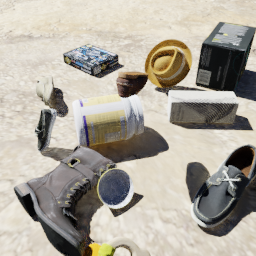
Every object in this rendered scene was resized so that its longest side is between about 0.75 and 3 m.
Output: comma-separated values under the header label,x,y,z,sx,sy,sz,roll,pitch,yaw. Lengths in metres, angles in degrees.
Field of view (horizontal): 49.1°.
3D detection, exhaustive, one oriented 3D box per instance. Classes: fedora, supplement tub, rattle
label,x,y,z,sx,sy,sz,roll,pitch,yaw
fedora,1.515,-2.624,11.177,2.053,2.053,0.837,18,9,20
supplement tub,-0.649,-0.288,9.021,2.081,1.513,1.513,-9,40,-11
rattle,-0.041,2.944,6.070,1.583,1.131,1.031,11,50,-28

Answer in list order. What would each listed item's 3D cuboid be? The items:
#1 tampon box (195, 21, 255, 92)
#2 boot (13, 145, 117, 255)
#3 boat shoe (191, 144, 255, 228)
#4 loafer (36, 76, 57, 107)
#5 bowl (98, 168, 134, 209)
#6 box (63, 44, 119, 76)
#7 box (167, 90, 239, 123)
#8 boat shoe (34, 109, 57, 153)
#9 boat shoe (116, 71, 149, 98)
label,x,y,z,sx,sy,sz,roll,pitch,yaw
tampon box,4.240,-3.113,12.109,1.689,2.005,2.675,19,43,22
boot,-1.258,1.557,7.168,2.504,0.996,2.876,-31,47,-33
boat shoe,2.588,1.422,7.387,1.017,0.957,2.831,31,50,31
loafer,-3.252,-1.406,11.052,0.718,0.796,2.102,-10,31,-10
bowl,-0.398,1.590,7.391,1.022,1.022,0.480,-26,2,-28
box,-1.815,-3.378,13.638,2.187,0.503,1.738,29,47,31
box,2.630,-0.759,10.066,2.344,0.963,0.801,0,39,2
boat shoe,-2.628,0.083,8.579,0.475,1.492,0.528,2,25,-42
boat shoe,0.098,-1.120,7.069,0.610,0.609,1.732,9,16,18
